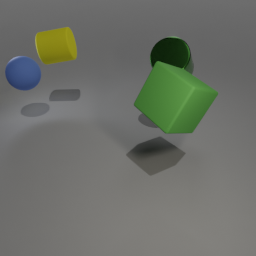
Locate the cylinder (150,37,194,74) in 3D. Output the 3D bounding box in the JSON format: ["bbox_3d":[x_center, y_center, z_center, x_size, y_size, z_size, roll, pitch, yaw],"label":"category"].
[{"bbox_3d":[1.620,-2.368,10.161,1.400,1.400,1.400,11,-3,19],"label":"cylinder"}]

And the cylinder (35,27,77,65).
[{"bbox_3d":[-3.135,-3.619,12.385,1.400,1.400,1.400,-8,30,6],"label":"cylinder"}]

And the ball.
[{"bbox_3d":[-4.330,-2.259,11.610,1.400,1.400,1.400,0,30,0],"label":"ball"}]

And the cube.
[{"bbox_3d":[1.307,-0.801,7.738,1.400,1.400,1.400,0,36,-48],"label":"cube"}]
